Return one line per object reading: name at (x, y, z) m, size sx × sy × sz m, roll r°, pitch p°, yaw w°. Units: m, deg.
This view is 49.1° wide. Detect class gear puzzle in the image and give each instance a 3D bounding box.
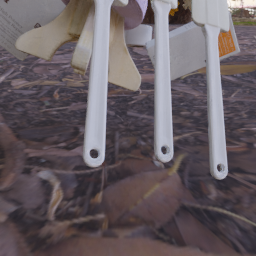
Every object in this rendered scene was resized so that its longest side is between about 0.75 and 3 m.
gear puzzle at (1.571, -3.371, 6.661) m, size 1.970 × 1.020 × 0.258 m, roll -40°, pitch 22°, yaw 9°

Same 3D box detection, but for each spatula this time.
spatula at (0.325, -0.901, 3.153) m, size 1.973 × 2.838 × 0.228 m, roll 8°, pitch -15°, yaw -21°

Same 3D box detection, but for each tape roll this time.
tape roll at (0.290, -2.706, 8.296) m, size 0.827 × 0.568 × 0.827 m, roll 4°, pitch 9°, yaw -1°

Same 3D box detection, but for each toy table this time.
toy table at (-0.804, -2.011, 5.933) m, size 2.706 × 1.724 × 2.944 m, roll 19°, pitch 4°, yaw 0°

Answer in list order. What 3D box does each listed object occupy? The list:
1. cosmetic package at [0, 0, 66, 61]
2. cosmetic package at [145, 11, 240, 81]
cosmetic package at (-2.616, -3.425, 7.781) m, size 2.989 × 1.519 × 1.107 m, roll -33°, pitch 31°, yaw 34°
cosmetic package at (1.688, -2.166, 7.511) m, size 2.200 × 1.116 × 0.784 m, roll -22°, pitch 26°, yaw 13°
